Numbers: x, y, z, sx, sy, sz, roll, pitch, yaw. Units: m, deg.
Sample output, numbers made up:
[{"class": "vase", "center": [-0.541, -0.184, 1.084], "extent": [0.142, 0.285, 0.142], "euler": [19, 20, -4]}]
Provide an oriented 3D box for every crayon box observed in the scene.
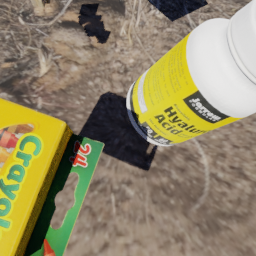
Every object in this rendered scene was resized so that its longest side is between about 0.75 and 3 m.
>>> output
[{"class": "crayon box", "center": [-1.424, 0.355, 2.480], "extent": [2.141, 0.544, 1.359], "euler": [19, 79, -1]}]

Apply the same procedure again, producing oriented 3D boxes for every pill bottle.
[{"class": "pill bottle", "center": [1.253, -0.746, 4.566], "extent": [1.546, 2.778, 1.546], "euler": [10, 67, -26]}]

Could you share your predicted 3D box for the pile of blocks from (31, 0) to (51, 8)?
[{"class": "pile of blocks", "center": [-2.407, -3.405, 6.129], "extent": [0.898, 0.680, 2.188], "euler": [-28, 81, -7]}]
